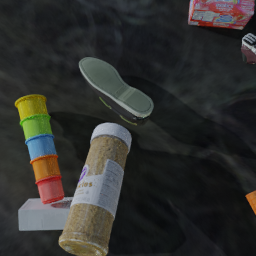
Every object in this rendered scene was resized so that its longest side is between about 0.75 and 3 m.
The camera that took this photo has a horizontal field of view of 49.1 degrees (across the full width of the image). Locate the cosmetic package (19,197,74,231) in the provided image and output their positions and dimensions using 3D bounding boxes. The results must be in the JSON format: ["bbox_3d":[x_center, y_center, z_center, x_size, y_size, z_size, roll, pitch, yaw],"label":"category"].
[{"bbox_3d":[-1.673,1.941,6.405,1.425,0.724,0.527,0,96,-2],"label":"cosmetic package"}]

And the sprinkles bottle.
[{"bbox_3d":[-0.575,1.158,5.811,0.926,0.926,2.713,11,50,2],"label":"sprinkles bottle"}]

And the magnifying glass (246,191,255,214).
[{"bbox_3d":[3.294,2.626,5.754,1.105,0.311,2.776,-12,62,-22],"label":"magnifying glass"}]

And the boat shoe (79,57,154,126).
[{"bbox_3d":[-0.374,-0.873,6.818,2.217,0.668,0.790,41,59,16],"label":"boat shoe"}]

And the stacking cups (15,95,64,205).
[{"bbox_3d":[-1.948,0.461,6.379,0.743,0.743,2.456,-19,73,-3],"label":"stacking cups"}]

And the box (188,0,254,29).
[{"bbox_3d":[2.369,-3.090,7.195,1.484,0.740,0.708,6,81,2],"label":"box"}]

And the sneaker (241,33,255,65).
[{"bbox_3d":[3.269,-1.676,6.811,0.488,0.744,1.289,-34,68,-7],"label":"sneaker"}]
